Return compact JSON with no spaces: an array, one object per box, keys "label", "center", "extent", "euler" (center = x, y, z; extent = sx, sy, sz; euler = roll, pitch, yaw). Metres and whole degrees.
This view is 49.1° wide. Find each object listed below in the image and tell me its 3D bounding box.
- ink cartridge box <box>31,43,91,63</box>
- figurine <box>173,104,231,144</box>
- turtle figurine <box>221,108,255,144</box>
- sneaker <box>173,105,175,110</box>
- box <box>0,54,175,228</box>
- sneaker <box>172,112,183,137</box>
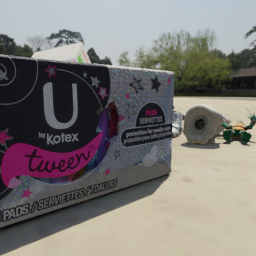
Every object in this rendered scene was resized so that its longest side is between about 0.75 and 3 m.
[{"label":"ink cartridge box","center":[-1.770,-0.926,7.116],"extent":[1.469,1.476,2.012],"euler":[-8,43,16]},{"label":"figurine","center":[1.692,-0.206,8.119],"extent":[2.365,1.018,2.308],"euler":[6,5,29]},{"label":"turtle figurine","center":[2.976,-0.027,7.535],"extent":[1.023,0.688,1.367],"euler":[-12,17,29]},{"label":"sneaker","center":[1.881,-1.285,16.438],"extent":[2.009,0.757,0.788],"euler":[-6,15,-27]},{"label":"box","center":[-0.949,-0.066,3.989],"extent":[2.970,1.704,1.963],"euler":[-8,11,-43]},{"label":"sneaker","center":[1.342,-0.119,8.222],"extent":[0.427,0.653,1.136],"euler":[3,9,23]}]
